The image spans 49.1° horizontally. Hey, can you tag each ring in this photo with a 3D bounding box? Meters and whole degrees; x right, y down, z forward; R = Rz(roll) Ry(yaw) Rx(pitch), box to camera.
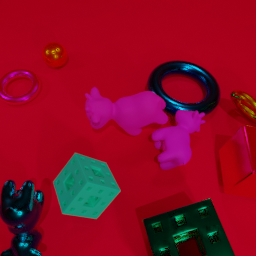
[{"bbox_3d":[1.558,-1.122,7.808,2.070,0.414,2.070,4,54,-5],"label":"ring"},{"bbox_3d":[3.078,-0.509,7.060,0.245,1.224,1.224,-45,62,6],"label":"ring"},{"bbox_3d":[-3.128,-1.190,8.010,1.251,0.250,1.251,0,61,0],"label":"ring"}]

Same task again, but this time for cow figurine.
[{"bbox_3d":[1.287,0.236,6.667,1.384,0.772,1.407,-17,51,5],"label":"cow figurine"},{"bbox_3d":[-1.969,1.781,5.156,0.773,1.408,1.385,1,61,-2],"label":"cow figurine"},{"bbox_3d":[-0.077,-0.437,6.460,1.696,1.668,0.931,-21,59,27],"label":"cow figurine"}]

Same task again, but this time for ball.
[{"bbox_3d":[-2.220,-2.220,8.486,0.756,0.756,0.756,0,55,0],"label":"ball"}]

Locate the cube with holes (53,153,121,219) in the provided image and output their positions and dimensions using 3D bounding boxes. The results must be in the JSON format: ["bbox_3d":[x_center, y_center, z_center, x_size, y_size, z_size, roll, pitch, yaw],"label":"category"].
[{"bbox_3d":[-0.849,1.180,5.668,0.841,0.841,0.841,-51,42,15],"label":"cube with holes"}]

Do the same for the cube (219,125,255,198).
[{"bbox_3d":[2.785,0.775,6.031,1.125,1.125,1.125,10,55,-7],"label":"cube"}]

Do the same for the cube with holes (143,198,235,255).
[{"bbox_3d":[1.079,2.153,4.954,1.213,1.213,1.213,-18,59,1],"label":"cube with holes"}]
